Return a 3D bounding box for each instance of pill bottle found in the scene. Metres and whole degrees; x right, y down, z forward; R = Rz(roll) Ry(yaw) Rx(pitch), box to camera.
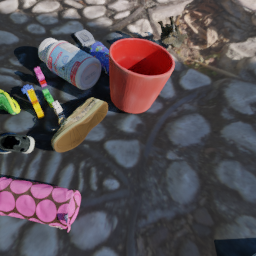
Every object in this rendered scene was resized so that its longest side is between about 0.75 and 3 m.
[{"bbox_3d":[-2.231,-2.473,10.505,2.318,1.261,1.261,32,61,22],"label":"pill bottle"}]

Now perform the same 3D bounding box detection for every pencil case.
[{"bbox_3d":[-2.497,2.034,7.552,2.288,1.038,1.072,10,91,9],"label":"pencil case"},{"bbox_3d":[-0.888,-2.676,11.003,0.739,0.664,1.702,-30,60,-19],"label":"pencil case"}]

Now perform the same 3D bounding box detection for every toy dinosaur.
[{"bbox_3d":[1.766,-3.687,11.202,0.875,2.273,1.162,-9,83,24],"label":"toy dinosaur"}]

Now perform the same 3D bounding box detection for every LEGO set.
[{"bbox_3d":[-3.119,-1.205,9.771,0.920,0.990,2.411,-27,59,-17],"label":"LEGO set"}]

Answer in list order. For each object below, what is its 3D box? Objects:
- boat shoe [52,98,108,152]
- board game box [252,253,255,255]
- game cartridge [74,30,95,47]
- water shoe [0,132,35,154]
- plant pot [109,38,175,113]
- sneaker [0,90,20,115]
[{"bbox_3d":[-1.653,-0.144,9.172,0.765,0.894,2.440,28,49,23],"label":"boat shoe"},{"bbox_3d":[4.148,3.928,6.424,1.986,0.567,2.028,-2,55,-1],"label":"board game box"},{"bbox_3d":[-1.859,-3.899,12.166,0.639,0.199,0.959,-23,58,-20],"label":"game cartridge"},{"bbox_3d":[-3.506,0.374,8.081,1.790,0.706,0.640,-2,74,29],"label":"water shoe"},{"bbox_3d":[0.278,-1.648,9.385,2.109,1.866,2.109,7,48,-8],"label":"plant pot"},{"bbox_3d":[-4.614,-0.921,9.819,2.097,0.777,0.877,29,73,23],"label":"sneaker"}]
